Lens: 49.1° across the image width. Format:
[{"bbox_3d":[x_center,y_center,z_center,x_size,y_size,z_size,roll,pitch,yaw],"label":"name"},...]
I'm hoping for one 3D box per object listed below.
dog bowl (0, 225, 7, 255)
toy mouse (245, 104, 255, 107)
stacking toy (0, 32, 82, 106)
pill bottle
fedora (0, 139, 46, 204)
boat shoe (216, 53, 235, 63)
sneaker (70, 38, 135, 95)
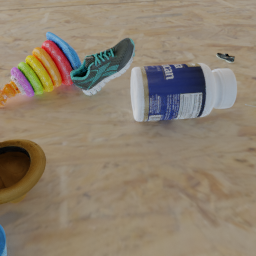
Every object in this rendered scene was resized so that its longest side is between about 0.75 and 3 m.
[{"bbox_3d":[-3.027,2.358,4.590,2.101,0.521,1.171,-22,44,-24],"label":"dog bowl"},{"bbox_3d":[4.432,-0.681,8.477,1.474,0.285,1.310,24,45,26],"label":"toy mouse"},{"bbox_3d":[-3.040,-1.584,8.903,2.954,1.715,1.621,-37,50,-19],"label":"stacking toy"},{"bbox_3d":[1.512,-1.036,7.927,2.760,1.533,1.533,-4,40,-5],"label":"pill bottle"},{"bbox_3d":[-2.550,1.023,6.012,1.812,0.739,1.812,-3,40,2],"label":"fedora"},{"bbox_3d":[3.888,-2.859,11.153,0.296,0.279,0.824,-26,45,-26],"label":"boat shoe"},{"bbox_3d":[-0.799,-1.896,8.385,2.304,1.051,0.894,-39,56,21],"label":"sneaker"}]
